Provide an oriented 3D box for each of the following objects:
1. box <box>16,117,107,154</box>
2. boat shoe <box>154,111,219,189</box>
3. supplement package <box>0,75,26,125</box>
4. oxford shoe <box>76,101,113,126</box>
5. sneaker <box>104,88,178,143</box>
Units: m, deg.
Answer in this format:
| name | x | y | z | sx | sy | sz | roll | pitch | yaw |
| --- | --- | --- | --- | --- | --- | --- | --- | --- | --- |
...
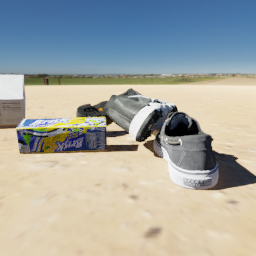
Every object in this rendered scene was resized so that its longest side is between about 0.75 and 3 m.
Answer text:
| name | x | y | z | sx | sy | sz | roll | pitch | yaw |
| --- | --- | --- | --- | --- | --- | --- | --- | --- | --- |
| box | -1.244 | 0.129 | 5.457 | 1.656 | 0.532 | 0.580 | -1 | 21 | -6 |
| boat shoe | 0.885 | 0.148 | 4.685 | 0.887 | 0.841 | 2.538 | -1 | 12 | 4 |
| supplement package | -3.962 | -0.842 | 8.285 | 1.724 | 0.956 | 1.343 | -2 | 41 | -17 |
| oxford shoe | -0.634 | -0.281 | 7.143 | 1.629 | 0.688 | 0.592 | -9 | 47 | -35 |
| sneaker | 0.307 | -0.363 | 5.991 | 1.184 | 0.870 | 2.617 | 33 | 14 | 16 |
